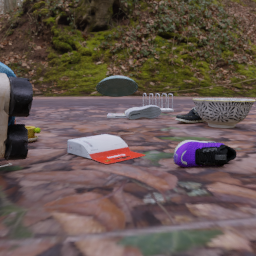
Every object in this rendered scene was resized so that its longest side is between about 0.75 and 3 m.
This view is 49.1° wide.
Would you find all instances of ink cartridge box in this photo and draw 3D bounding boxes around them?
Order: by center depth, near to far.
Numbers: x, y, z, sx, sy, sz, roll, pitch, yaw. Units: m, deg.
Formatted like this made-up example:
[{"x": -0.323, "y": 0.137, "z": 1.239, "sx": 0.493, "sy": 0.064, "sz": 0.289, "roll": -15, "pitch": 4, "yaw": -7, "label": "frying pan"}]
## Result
[{"x": -0.515, "y": 0.444, "z": 6.496, "sx": 1.197, "sy": 0.420, "sz": 1.473, "roll": -7, "pitch": 7, "yaw": -43, "label": "ink cartridge box"}]

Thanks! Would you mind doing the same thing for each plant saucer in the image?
[{"x": -0.389, "y": -1.538, "z": 9.999, "sx": 1.509, "sy": 0.291, "sz": 1.509, "roll": -3, "pitch": -18, "yaw": -1, "label": "plant saucer"}]

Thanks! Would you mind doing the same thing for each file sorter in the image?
[{"x": 1.952, "y": -1.685, "z": 18.422, "sx": 1.877, "sy": 1.169, "sz": 1.303, "roll": 0, "pitch": 9, "yaw": -5, "label": "file sorter"}]

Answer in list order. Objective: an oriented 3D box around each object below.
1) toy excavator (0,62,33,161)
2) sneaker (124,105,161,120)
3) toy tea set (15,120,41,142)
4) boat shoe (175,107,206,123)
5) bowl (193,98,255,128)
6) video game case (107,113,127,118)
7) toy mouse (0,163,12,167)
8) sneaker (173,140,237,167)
[{"x": -3.018, "y": -0.233, "z": 5.661, "sx": 1.407, "sy": 2.738, "sz": 2.816, "roll": -1, "pitch": 29, "yaw": -32, "label": "toy excavator"}, {"x": 0.721, "y": -0.835, "z": 13.958, "sx": 1.906, "sy": 0.696, "sz": 0.675, "roll": -5, "pitch": 20, "yaw": -23, "label": "sneaker"}, {"x": -3.975, "y": -0.105, "z": 7.784, "sx": 2.818, "sy": 1.043, "sz": 1.676, "roll": 2, "pitch": 8, "yaw": 12, "label": "toy tea set"}, {"x": 2.999, "y": -0.630, "z": 12.544, "sx": 2.286, "sy": 0.773, "sz": 0.821, "roll": -7, "pitch": 12, "yaw": -34, "label": "boat shoe"}, {"x": 3.704, "y": -0.597, "z": 11.027, "sx": 2.337, "sy": 1.097, "sz": 2.337, "roll": 1, "pitch": 9, "yaw": 0, "label": "bowl"}, {"x": -0.263, "y": -0.649, "z": 14.768, "sx": 1.619, "sy": 0.146, "sz": 1.159, "roll": 0, "pitch": 8, "yaw": 0, "label": "video game case"}, {"x": -2.860, "y": 0.772, "z": 4.347, "sx": 1.492, "sy": 0.289, "sz": 1.326, "roll": 3, "pitch": 8, "yaw": 21, "label": "toy mouse"}, {"x": 1.567, "y": 0.511, "z": 5.475, "sx": 1.405, "sy": 0.489, "sz": 0.699, "roll": -5, "pitch": 10, "yaw": -31, "label": "sneaker"}]
